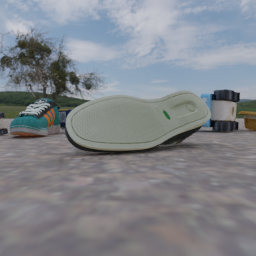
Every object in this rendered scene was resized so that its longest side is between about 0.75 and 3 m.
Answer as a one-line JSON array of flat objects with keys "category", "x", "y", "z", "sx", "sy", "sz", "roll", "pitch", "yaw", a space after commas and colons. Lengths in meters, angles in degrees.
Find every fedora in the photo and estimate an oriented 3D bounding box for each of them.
[{"category": "fedora", "x": 4.236, "y": -0.194, "z": 9.024, "sx": 1.411, "sy": 0.575, "sz": 1.411, "roll": 7, "pitch": 3, "yaw": 0}]

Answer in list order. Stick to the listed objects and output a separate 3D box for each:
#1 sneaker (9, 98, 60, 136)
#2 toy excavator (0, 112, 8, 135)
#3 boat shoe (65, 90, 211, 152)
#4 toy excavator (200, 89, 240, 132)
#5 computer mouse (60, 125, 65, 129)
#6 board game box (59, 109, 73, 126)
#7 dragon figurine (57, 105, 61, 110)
[{"category": "sneaker", "x": -2.289, "y": -0.294, "z": 7.021, "sx": 0.840, "sy": 0.940, "sz": 2.353, "roll": 0, "pitch": 3, "yaw": 1}, {"category": "toy excavator", "x": -3.721, "y": -0.037, "z": 6.884, "sx": 1.084, "sy": 0.557, "sz": 1.115, "roll": 1, "pitch": 11, "yaw": 39}, {"category": "boat shoe", "x": 0.194, "y": 0.011, "z": 4.227, "sx": 2.459, "sy": 0.883, "sz": 0.831, "roll": -9, "pitch": -26, "yaw": -36}, {"category": "toy excavator", "x": 2.000, "y": -0.533, "z": 8.731, "sx": 2.477, "sy": 1.237, "sz": 2.409, "roll": 2, "pitch": 2, "yaw": 32}, {"category": "computer mouse", "x": -2.331, "y": -0.137, "z": 10.646, "sx": 0.788, "sy": 0.315, "sz": 1.437, "roll": -3, "pitch": 4, "yaw": -28}, {"category": "board game box", "x": -0.639, "y": -0.223, "z": 8.464, "sx": 2.201, "sy": 0.679, "sz": 2.199, "roll": 2, "pitch": 2, "yaw": 44}, {"category": "dragon figurine", "x": -3.520, "y": -0.450, "z": 12.560, "sx": 0.762, "sy": 1.287, "sz": 2.589, "roll": -1, "pitch": -17, "yaw": 12}]
